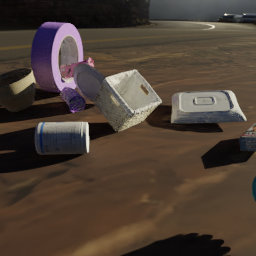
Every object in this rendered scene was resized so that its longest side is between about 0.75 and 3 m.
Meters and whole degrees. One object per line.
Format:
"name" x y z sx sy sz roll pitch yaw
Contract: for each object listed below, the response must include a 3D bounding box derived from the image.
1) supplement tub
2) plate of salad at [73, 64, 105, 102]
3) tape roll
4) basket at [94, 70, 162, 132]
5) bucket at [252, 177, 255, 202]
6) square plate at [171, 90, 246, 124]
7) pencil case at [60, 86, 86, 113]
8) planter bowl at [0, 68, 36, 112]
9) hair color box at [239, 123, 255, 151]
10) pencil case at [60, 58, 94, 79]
"supplement tub" -1.565 0.245 6.763 1.193 0.787 0.787 -1 24 -5
"plate of salad" -1.266 -1.582 9.895 1.595 1.595 0.383 15 46 31
"tape roll" -2.747 -2.784 11.234 0.890 2.712 2.712 8 25 13
"basket" -0.049 -0.776 8.146 1.359 1.093 1.347 -25 71 -43
"bucket" 2.336 1.010 4.306 0.803 0.522 0.803 -27 39 25
"square plate" 2.544 -0.789 9.274 2.203 0.316 2.224 -2 29 11
"pencil case" -1.979 -1.021 9.957 0.625 0.636 1.488 29 7 -32
"planter bowl" -3.819 -1.224 9.486 1.581 1.064 1.581 -10 32 6
"hair color box" 3.374 0.220 7.182 0.598 0.366 1.208 1 18 42
"pencil case" -2.047 -2.410 11.334 1.387 0.600 0.574 -10 -1 17
